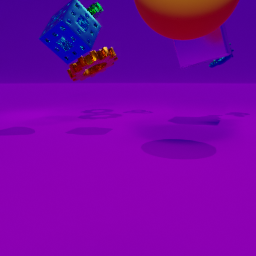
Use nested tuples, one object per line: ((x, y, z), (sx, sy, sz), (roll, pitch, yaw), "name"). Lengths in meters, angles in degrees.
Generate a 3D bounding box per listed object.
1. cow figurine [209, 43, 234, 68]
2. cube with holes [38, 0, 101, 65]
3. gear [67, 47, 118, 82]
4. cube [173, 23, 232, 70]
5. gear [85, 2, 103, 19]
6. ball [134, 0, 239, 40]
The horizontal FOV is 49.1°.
((2.699, -2.118, 7.939), (1.000, 0.558, 1.017), (-31, 10, -7), "cow figurine")
((-1.084, -1.816, 5.316), (0.716, 0.716, 0.716), (-18, -45, 38), "cube with holes")
((-1.048, -1.877, 8.346), (1.534, 0.284, 1.534), (-26, -2, -1), "gear")
((1.821, -2.190, 6.940), (1.135, 1.135, 1.135), (-14, 9, 26), "cube")
((-1.411, -3.387, 8.863), (1.430, 0.265, 1.430), (-37, 14, 11), "gear")
((0.721, -1.786, 3.456), (1.346, 1.346, 1.346), (0, 10, 0), "ball")
